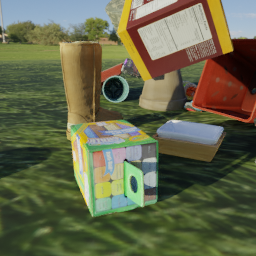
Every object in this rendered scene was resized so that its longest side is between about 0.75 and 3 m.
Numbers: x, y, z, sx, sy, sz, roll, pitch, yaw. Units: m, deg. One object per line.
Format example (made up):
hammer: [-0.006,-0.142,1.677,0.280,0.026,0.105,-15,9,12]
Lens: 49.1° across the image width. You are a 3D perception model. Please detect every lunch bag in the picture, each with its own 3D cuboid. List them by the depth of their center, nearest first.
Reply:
lunch bag: [0.574,-3.755,9.929,2.263,1.898,1.577,25,71,39]

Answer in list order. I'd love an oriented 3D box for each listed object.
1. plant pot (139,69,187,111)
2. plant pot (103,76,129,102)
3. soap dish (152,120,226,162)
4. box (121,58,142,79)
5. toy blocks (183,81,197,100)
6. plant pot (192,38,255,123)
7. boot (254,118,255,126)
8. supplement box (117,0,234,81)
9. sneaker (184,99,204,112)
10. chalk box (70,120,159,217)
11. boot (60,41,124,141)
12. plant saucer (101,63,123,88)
plant pot: [1.629,-1.921,12.614,2.189,1.900,2.189,1,18,0]
plant pot: [-0.681,-1.967,14.055,1.272,1.272,1.246,-3,10,-9]
soap dish: [1.642,0.315,7.449,1.666,0.677,1.311,8,19,26]
box: [0.210,-2.329,10.965,0.812,0.496,0.431,18,-8,-14]
toy blocks: [3.749,-1.789,13.835,1.975,0.861,2.370,-3,16,-8]
plant pot: [4.533,-1.574,10.460,2.412,2.737,2.734,13,8,-33]
boot: [4.789,-0.045,8.230,1.727,2.310,0.869,-31,49,26]
supplement box: [1.168,-2.688,6.905,2.221,1.475,2.191,-15,43,23]
sneaker: [3.074,-1.289,12.077,0.815,0.981,2.054,14,22,38]
chalk box: [-0.242,0.717,5.172,1.258,1.264,2.032,-6,17,-19]
boot: [-0.967,-1.208,8.674,0.936,2.832,2.480,13,22,31]
plant saucer: [-1.420,-2.428,14.590,2.454,0.450,2.449,-25,2,-10]
